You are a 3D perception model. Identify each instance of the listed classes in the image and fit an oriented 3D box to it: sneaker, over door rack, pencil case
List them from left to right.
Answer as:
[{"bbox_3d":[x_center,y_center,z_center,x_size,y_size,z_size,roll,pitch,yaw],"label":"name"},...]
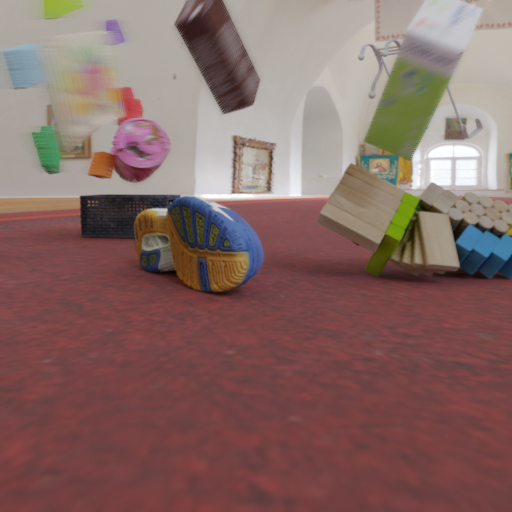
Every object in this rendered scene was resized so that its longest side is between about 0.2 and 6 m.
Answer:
[{"bbox_3d":[-2.450,-2.133,11.535,1.075,1.028,2.484,-41,12,-13],"label":"pencil case"},{"bbox_3d":[-0.593,-0.268,7.881,1.410,1.204,3.199,-5,10,-30],"label":"sneaker"},{"bbox_3d":[2.719,-2.745,9.592,2.071,0.690,1.530,46,-8,-27],"label":"over door rack"}]

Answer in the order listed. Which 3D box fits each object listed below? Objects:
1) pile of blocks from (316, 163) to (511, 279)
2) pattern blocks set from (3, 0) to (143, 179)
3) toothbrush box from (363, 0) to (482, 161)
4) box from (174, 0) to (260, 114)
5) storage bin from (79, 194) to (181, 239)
[{"bbox_3d":[2.722,-0.134,8.220,3.925,1.611,1.220,8,-36,-4],"label":"pile of blocks"},{"bbox_3d":[-3.023,-3.037,10.029,0.317,3.439,3.913,0,40,12],"label":"pattern blocks set"},{"bbox_3d":[1.961,-2.116,6.680,0.665,1.545,1.125,26,52,8],"label":"toothbrush box"},{"bbox_3d":[-0.436,-2.435,6.755,0.475,1.267,0.635,-11,43,22],"label":"box"},{"bbox_3d":[-3.065,-0.993,13.821,2.202,1.032,1.488,1,8,11],"label":"storage bin"}]
